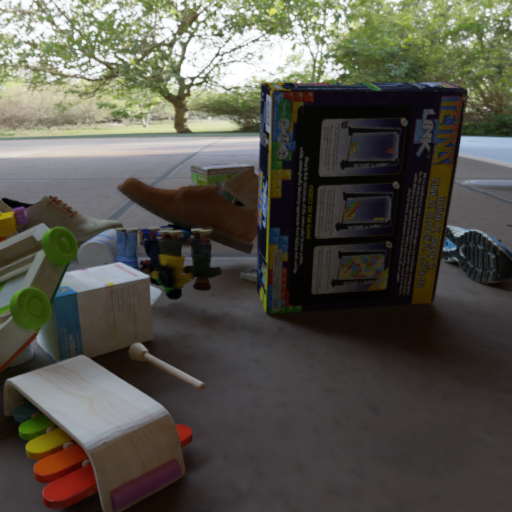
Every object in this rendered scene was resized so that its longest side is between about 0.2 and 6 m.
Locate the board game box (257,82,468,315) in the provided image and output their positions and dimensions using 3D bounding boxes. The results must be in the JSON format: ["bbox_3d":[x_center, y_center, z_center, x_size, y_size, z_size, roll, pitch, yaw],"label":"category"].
[{"bbox_3d":[1.422,-0.843,8.278,2.726,3.298,0.935,-3,24,-10],"label":"board game box"}]

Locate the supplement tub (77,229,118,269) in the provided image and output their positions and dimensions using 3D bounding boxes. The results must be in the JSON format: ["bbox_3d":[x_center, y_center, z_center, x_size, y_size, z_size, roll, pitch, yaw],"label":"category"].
[{"bbox_3d":[-2.834,-0.076,10.493,0.672,0.672,1.019,2,17,7],"label":"supplement tub"}]

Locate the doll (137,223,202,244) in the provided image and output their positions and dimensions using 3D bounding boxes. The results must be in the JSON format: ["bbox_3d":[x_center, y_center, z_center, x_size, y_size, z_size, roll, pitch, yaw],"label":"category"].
[{"bbox_3d":[-1.938,-0.550,12.758,1.492,0.362,1.018,-5,18,-16],"label":"doll"}]

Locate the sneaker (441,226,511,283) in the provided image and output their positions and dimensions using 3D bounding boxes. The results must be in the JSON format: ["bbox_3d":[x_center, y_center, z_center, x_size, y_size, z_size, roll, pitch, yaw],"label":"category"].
[{"bbox_3d":[4.253,-0.114,10.366,1.010,0.880,2.245,2,16,-6],"label":"sneaker"}]

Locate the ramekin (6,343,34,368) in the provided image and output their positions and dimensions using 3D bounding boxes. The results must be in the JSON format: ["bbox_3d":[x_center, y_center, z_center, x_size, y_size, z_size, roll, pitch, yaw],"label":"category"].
[{"bbox_3d":[-3.095,1.142,6.974,0.581,0.283,0.581,0,16,0],"label":"ramekin"}]

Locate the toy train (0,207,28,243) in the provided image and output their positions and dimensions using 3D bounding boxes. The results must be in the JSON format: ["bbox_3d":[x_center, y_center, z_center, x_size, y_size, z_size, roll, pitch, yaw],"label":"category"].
[{"bbox_3d":[-5.905,-0.268,11.089,2.363,0.875,3.146,-6,16,11],"label":"toy train"}]

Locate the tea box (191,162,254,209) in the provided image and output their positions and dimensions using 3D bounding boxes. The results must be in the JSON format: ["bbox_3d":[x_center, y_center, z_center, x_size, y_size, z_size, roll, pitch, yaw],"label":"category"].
[{"bbox_3d":[-0.891,-1.711,14.878,1.449,1.425,0.968,-11,20,-32],"label":"tea box"}]

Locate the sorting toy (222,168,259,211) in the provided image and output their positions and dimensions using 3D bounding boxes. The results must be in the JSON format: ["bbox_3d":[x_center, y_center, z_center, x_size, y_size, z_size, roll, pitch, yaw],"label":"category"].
[{"bbox_3d":[-0.007,-1.430,13.946,1.437,0.504,2.980,38,33,6],"label":"sorting toy"}]

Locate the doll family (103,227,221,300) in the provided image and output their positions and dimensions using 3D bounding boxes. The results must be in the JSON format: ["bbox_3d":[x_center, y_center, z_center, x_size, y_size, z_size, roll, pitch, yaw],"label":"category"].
[{"bbox_3d":[-1.502,0.156,8.711,1.978,1.143,0.776,6,10,35],"label":"doll family"}]

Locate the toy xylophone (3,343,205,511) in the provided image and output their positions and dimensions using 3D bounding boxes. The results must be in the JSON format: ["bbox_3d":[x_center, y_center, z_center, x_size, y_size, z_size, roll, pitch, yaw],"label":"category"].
[{"bbox_3d":[-1.428,1.473,5.315,1.604,0.550,2.191,-11,19,-35],"label":"toy xylophone"}]

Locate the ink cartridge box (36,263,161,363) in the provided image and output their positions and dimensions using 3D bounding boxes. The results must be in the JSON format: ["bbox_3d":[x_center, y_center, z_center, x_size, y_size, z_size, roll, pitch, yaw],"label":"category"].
[{"bbox_3d":[-2.053,0.699,7.360,1.458,0.913,0.937,-12,20,-36],"label":"ink cartridge box"}]

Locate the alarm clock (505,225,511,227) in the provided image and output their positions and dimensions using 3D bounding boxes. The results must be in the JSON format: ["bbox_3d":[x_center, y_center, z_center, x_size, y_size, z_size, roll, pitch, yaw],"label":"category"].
[{"bbox_3d":[6.420,-0.656,13.162,1.043,0.347,0.703,8,18,20],"label":"alarm clock"}]

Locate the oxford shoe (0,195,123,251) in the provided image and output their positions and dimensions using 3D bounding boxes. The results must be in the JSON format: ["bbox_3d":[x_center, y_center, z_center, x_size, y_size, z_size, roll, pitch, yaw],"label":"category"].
[{"bbox_3d":[-4.258,-0.737,12.057,2.966,1.095,1.050,2,16,6],"label":"oxford shoe"}]

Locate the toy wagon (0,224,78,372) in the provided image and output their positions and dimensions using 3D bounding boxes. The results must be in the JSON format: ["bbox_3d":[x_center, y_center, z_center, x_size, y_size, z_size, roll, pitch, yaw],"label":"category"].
[{"bbox_3d":[-3.141,0.764,6.407,2.102,0.536,2.709,-20,40,25],"label":"toy wagon"}]

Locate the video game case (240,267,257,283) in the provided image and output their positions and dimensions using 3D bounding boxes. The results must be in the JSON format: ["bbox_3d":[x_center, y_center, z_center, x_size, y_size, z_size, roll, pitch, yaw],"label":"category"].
[{"bbox_3d":[0.498,0.343,10.062,1.172,0.129,1.068,13,20,36],"label":"video game case"}]

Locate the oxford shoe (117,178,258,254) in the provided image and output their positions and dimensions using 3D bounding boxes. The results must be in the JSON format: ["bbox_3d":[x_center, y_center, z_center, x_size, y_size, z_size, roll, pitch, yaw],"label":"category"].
[{"bbox_3d":[-1.264,-0.997,10.833,2.845,1.014,1.015,21,0,-3],"label":"oxford shoe"}]
